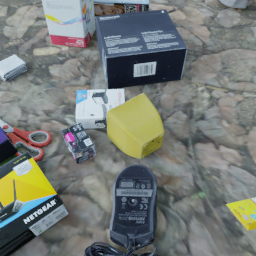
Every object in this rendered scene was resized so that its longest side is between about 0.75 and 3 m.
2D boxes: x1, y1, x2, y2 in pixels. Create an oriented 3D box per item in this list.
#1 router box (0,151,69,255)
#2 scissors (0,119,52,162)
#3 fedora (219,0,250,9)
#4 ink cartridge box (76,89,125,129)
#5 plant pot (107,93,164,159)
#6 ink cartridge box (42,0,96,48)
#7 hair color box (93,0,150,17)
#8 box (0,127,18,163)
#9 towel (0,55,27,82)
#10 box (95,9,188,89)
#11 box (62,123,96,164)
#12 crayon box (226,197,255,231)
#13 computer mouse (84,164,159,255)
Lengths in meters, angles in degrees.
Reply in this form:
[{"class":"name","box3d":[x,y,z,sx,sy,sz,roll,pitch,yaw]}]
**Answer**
[{"class":"router box","box3d":[-3.020,1.982,6.595,2.574,0.657,1.920,-33,57,-21]},{"class":"scissors","box3d":[-3.647,0.135,8.457,2.962,0.206,1.084,21,57,15]},{"class":"fedora","box3d":[5.027,-6.202,13.089,2.075,0.937,1.835,21,38,5]},{"class":"ink cartridge box","box3d":[-0.821,-0.601,8.701,1.497,0.627,1.086,-2,59,-3]},{"class":"plant pot","box3d":[0.305,0.072,7.875,1.284,1.276,1.314,-29,60,-22]},{"class":"ink cartridge box","box3d":[-2.277,-4.605,11.111,1.553,2.148,1.561,9,51,7]},{"class":"hair color box","box3d":[-0.477,-5.469,12.192,2.830,1.401,0.858,4,85,3]},{"class":"box","box3d":[-4.218,0.613,7.664,1.832,0.722,1.293,-37,57,-20]},{"class":"towel","box3d":[-4.308,-2.183,10.255,0.835,0.431,1.008,36,61,27]},{"class":"box","box3d":[0.375,-2.909,10.169,2.766,1.440,2.519,-8,52,-7]},{"class":"box","box3d":[-1.395,0.430,8.011,0.627,0.544,0.949,-24,56,-20]},{"class":"crayon box","box3d":[2.892,1.970,6.491,1.068,0.271,0.678,-6,29,-16]},{"class":"computer mouse","box3d":[0.071,2.075,6.622,1.717,0.653,2.479,2,57,15]}]
